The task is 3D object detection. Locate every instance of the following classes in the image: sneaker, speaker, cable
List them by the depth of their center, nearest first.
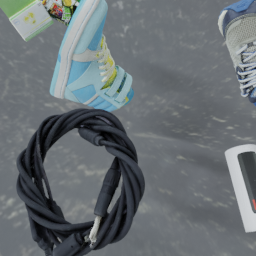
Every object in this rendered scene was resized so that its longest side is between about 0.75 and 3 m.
[{"bbox_3d":[1.553,0.757,3.516,0.424,0.424,1.043,-6,67,-2],"label":"speaker"},{"bbox_3d":[-0.710,0.510,3.642,1.734,0.540,2.125,-36,53,17],"label":"cable"},{"bbox_3d":[-0.367,-1.030,4.416,1.384,2.120,0.843,21,58,-13],"label":"sneaker"},{"bbox_3d":[2.164,-1.026,4.496,0.973,2.526,1.076,-10,66,32],"label":"sneaker"}]

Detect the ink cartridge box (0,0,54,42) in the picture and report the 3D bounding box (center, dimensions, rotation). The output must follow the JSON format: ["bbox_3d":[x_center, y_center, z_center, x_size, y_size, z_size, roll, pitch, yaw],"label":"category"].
[{"bbox_3d":[-1.616,-1.841,4.370,0.566,0.778,0.186,-38,47,-6],"label":"ink cartridge box"}]

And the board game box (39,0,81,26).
[{"bbox_3d":[-1.359,-2.273,4.734,1.242,0.146,0.651,29,83,5],"label":"board game box"}]
